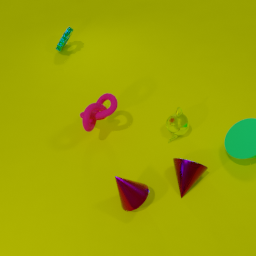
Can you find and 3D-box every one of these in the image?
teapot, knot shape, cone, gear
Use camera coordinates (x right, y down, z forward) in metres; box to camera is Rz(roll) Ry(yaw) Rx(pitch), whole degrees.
[{"bbox_3d":[1.451,-0.082,8.480,0.568,1.159,0.721,-8,24,-44],"label":"teapot"},{"bbox_3d":[-0.940,-0.429,8.235,1.314,1.230,0.607,-43,97,-23],"label":"knot shape"},{"bbox_3d":[3.586,0.549,7.883,1.226,1.230,1.226,-32,41,32],"label":"cone"},{"bbox_3d":[-0.067,1.458,6.928,0.846,0.850,0.846,-32,26,17],"label":"cone"},{"bbox_3d":[-2.565,-3.571,11.317,0.198,1.070,1.070,32,50,-14],"label":"gear"},{"bbox_3d":[1.540,1.400,7.459,0.954,0.954,0.957,14,78,12],"label":"cone"}]
